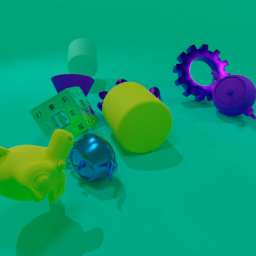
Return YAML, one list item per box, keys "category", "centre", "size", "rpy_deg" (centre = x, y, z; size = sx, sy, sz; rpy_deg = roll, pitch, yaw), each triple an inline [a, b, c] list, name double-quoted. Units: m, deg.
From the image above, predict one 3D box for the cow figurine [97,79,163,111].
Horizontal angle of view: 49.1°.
- category: "cow figurine"
  centre: [0.148, -0.750, 8.389]
  size: [1.704, 1.677, 0.935]
  rpy_deg: [-24, 51, 38]

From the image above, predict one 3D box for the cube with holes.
- category: "cube with holes"
  centre: [-1.480, -0.269, 6.757]
  size: [1.049, 1.049, 1.049]
  rpy_deg: [-29, 8, 9]

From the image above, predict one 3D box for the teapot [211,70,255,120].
- category: "teapot"
  centre: [3.180, -0.980, 8.420]
  size: [1.019, 1.293, 2.080]
  rpy_deg: [15, 37, -56]

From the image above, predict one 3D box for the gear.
- category: "gear"
  centre: [2.508, -1.873, 9.542]
  size: [1.937, 1.937, 0.358]
  rpy_deg: [-7, -7, -12]

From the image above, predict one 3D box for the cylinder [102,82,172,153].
- category: "cylinder"
  centre: [0.192, -0.293, 7.089]
  size: [1.398, 1.398, 1.398]
  rpy_deg: [-10, 30, -17]

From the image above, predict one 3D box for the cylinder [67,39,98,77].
- category: "cylinder"
  centre: [-1.778, -2.709, 11.005]
  size: [1.150, 1.150, 1.150]
  rpy_deg: [-3, 50, -6]

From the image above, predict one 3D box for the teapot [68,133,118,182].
- category: "teapot"
  centre: [-0.739, 0.672, 5.768]
  size: [1.645, 1.023, 0.805]
  rpy_deg: [18, 37, 37]

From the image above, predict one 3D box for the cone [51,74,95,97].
- category: "cone"
  centre: [-1.637, -0.797, 8.328]
  size: [1.294, 1.299, 1.294]
  rpy_deg: [-1, -6, 0]

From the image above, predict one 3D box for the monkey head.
- category: "monkey head"
  centre: [-1.531, 0.560, 4.574]
  size: [1.100, 1.314, 1.826]
  rpy_deg: [18, -10, 25]
